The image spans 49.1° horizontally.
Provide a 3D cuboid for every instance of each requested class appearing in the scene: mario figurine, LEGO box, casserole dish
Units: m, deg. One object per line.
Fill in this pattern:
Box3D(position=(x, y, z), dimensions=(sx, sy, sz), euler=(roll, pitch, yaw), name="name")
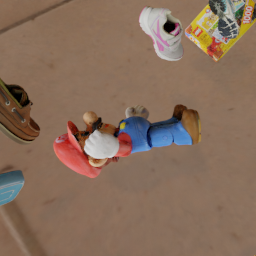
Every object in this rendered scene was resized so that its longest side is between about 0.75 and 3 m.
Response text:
Box3D(position=(-0.080, -0.023, 5.116), dimensions=(2.619, 1.617, 1.388), euler=(-14, 67, -4), name="mario figurine")
Box3D(position=(2.652, -2.935, 7.889), dimensions=(1.255, 0.650, 1.686), euler=(44, 99, 8), name="LEGO box")
Box3D(position=(-2.442, 1.196, 5.096), dimensions=(0.262, 1.348, 0.816), euler=(45, 112, 19), name="casserole dish")

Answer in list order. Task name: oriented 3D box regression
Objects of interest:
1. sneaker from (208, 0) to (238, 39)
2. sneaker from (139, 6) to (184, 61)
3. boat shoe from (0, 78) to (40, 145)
Box3D(position=(2.205, -2.508, 6.139), dimensions=(0.455, 1.172, 0.506), euler=(13, 60, 45), name="sneaker")
Box3D(position=(0.841, -1.901, 5.811), dimensions=(0.634, 1.437, 0.585), euler=(18, 76, 44), name="sneaker")
Box3D(position=(-2.028, -0.325, 4.933), dimensions=(0.767, 2.257, 0.812), euler=(-43, 74, -5), name="boat shoe")
